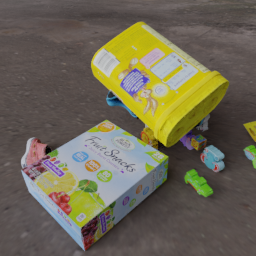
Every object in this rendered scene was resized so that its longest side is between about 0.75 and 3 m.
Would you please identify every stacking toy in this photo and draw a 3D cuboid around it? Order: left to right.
[{"bbox_3d":[1.839,0.544,7.199,1.996,0.622,2.648,-19,40,-22],"label":"stacking toy"}]

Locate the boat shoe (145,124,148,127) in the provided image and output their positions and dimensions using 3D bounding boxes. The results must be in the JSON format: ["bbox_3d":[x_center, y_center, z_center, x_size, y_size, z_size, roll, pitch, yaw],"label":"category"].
[{"bbox_3d":[0.745,-0.218,8.424,0.481,0.419,1.306,-6,37,-8],"label":"boat shoe"}]

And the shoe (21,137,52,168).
[{"bbox_3d":[-2.181,0.577,6.978,0.612,0.481,1.346,-18,25,1],"label":"shoe"}]

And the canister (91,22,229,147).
[{"bbox_3d":[0.704,-1.227,7.096,2.126,1.239,2.863,-39,66,-14],"label":"canister"}]

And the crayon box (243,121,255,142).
[{"bbox_3d":[3.874,0.089,7.825,1.118,0.284,0.710,-11,47,-4],"label":"crayon box"}]

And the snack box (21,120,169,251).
[{"bbox_3d":[-0.659,1.009,6.091,2.044,0.820,2.424,29,46,34],"label":"snack box"}]

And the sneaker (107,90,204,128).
[{"bbox_3d":[0.724,-0.577,8.105,2.874,1.052,1.177,25,57,20],"label":"sneaker"}]
